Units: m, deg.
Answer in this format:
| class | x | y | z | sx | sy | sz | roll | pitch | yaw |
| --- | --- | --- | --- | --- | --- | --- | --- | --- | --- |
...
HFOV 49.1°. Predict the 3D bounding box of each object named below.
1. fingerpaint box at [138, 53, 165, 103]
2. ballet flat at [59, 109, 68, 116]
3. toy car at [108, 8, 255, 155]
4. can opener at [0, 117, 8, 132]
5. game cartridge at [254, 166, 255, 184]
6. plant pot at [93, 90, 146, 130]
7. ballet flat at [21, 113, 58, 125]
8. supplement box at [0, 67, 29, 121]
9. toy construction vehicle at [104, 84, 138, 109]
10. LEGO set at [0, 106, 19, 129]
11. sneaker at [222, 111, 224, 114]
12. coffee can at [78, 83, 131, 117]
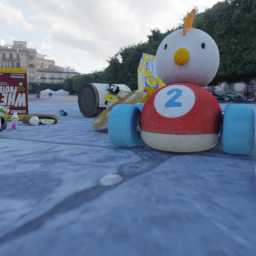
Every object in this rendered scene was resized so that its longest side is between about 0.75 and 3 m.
| class | x | y | z | sx | sy | sz | roll | pitch | yaw |
| --- | --- | --- | --- | --- | --- | --- | --- | --- | --- |
| fingerpaint box | 1.374 | -1.666 | 10.329 | 1.926 | 0.847 | 2.308 | 10 | 42 | -9 |
| ballet flat | -3.415 | -0.784 | 14.902 | 0.301 | 0.299 | 0.880 | 7 | 12 | -30 |
| toy car | 1.103 | -0.997 | 5.491 | 2.486 | 2.697 | 2.386 | 2 | 6 | 20 |
| can opener | -4.319 | 0.002 | 6.508 | 2.731 | 0.719 | 0.908 | 0 | -29 | -11 |
| game cartridge | 1.611 | 0.576 | 2.822 | 0.601 | 0.178 | 0.927 | 7 | 8 | 22 |
| plant pot | -0.299 | -0.568 | 7.945 | 1.828 | 0.251 | 1.828 | -34 | 11 | 7 |
| ballet flat | -3.036 | -0.260 | 9.784 | 1.257 | 0.426 | 0.455 | 1 | 24 | -33 |
| supplement box | -5.113 | -1.428 | 12.081 | 1.435 | 2.132 | 2.161 | -3 | 7 | -22 |
| toy construction vehicle | 0.315 | -0.591 | 9.659 | 2.269 | 0.918 | 2.606 | 23 | 2 | -31 |
| LEGO set | -4.149 | -0.376 | 8.112 | 1.833 | 0.843 | 0.682 | -2 | -3 | -25 |
| sneaker | 3.258 | -0.209 | 9.006 | 1.087 | 0.473 | 0.405 | 18 | -8 | -35 |
| coffee can | -1.118 | -1.393 | 13.955 | 2.237 | 1.637 | 1.637 | -5 | 8 | -41 |
